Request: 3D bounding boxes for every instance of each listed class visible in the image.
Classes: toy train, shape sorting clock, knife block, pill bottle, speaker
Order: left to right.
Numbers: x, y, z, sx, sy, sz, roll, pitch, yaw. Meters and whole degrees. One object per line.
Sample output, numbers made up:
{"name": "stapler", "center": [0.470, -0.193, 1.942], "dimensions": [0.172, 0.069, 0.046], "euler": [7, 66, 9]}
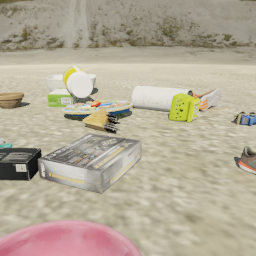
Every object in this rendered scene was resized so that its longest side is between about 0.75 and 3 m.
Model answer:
{"name": "pill bottle", "center": [-2.355, -2.159, 13.103], "dimensions": [1.160, 1.160, 2.031], "euler": [-6, 24, -19]}
{"name": "shape sorting clock", "center": [-1.252, -0.889, 11.519], "dimensions": [2.913, 0.571, 2.913], "euler": [-1, 14, 0]}
{"name": "knife block", "center": [-0.873, -0.098, 9.416], "dimensions": [1.219, 0.390, 1.070], "euler": [-29, 49, 12]}
{"name": "speaker", "center": [1.484, -1.286, 12.453], "dimensions": [2.583, 1.049, 1.049], "euler": [8, 18, 28]}
{"name": "toy train", "center": [5.209, -0.281, 10.160], "dimensions": [2.622, 0.447, 0.600], "euler": [2, 28, 5]}

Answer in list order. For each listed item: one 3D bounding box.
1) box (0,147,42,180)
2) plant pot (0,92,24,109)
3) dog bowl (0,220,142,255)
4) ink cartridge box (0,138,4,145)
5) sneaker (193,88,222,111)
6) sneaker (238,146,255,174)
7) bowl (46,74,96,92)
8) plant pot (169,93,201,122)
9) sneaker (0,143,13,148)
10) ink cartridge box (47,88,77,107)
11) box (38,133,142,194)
{"name": "box", "center": [-2.667, 0.790, 6.317], "dimensions": [1.208, 0.476, 0.853], "euler": [1, 19, 4]}
{"name": "plant pot", "center": [-5.546, -1.271, 13.071], "dimensions": [1.392, 0.643, 1.392], "euler": [-1, 16, 0]}
{"name": "dog bowl", "center": [-0.697, 1.701, 2.607], "dimensions": [2.171, 0.800, 2.171], "euler": [0, 17, 0]}
{"name": "ink cartridge box", "center": [-4.230, 0.444, 8.036], "dimensions": [0.870, 0.207, 0.880], "euler": [9, 20, 22]}
{"name": "sneaker", "center": [3.467, -1.443, 13.254], "dimensions": [1.304, 0.903, 2.328], "euler": [15, 22, 39]}
{"name": "sneaker", "center": [3.085, 0.782, 6.089], "dimensions": [0.577, 0.613, 1.498], "euler": [-11, 20, -34]}
{"name": "bowl", "center": [-3.385, -2.644, 17.065], "dimensions": [2.909, 1.087, 2.913], "euler": [-1, 17, -5]}
{"name": "plant pot", "center": [2.244, -0.769, 10.879], "dimensions": [0.898, 0.989, 0.984], "euler": [16, 21, 28]}
{"name": "sneaker", "center": [-3.611, 0.516, 7.317], "dimensions": [1.121, 0.446, 0.434], "euler": [-5, 17, -20]}
{"name": "ink cartridge box", "center": [-3.113, -1.558, 13.946], "dimensions": [1.215, 0.623, 1.644], "euler": [2, 20, 7]}
{"name": "box", "center": [-0.784, 0.708, 6.524], "dimensions": [1.592, 0.486, 2.010], "euler": [8, 19, 24]}
